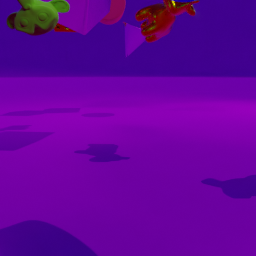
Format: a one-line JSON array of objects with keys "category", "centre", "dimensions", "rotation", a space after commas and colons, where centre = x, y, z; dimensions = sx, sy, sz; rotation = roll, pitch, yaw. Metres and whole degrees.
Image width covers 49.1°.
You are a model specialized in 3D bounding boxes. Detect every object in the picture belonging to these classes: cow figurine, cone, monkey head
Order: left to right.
[{"category": "monkey head", "centre": [-1.390, -1.733, 4.107], "dimensions": [1.012, 0.728, 0.610], "rotation": [-17, 31, 1]}, {"category": "cone", "centre": [0.127, -2.914, 9.609], "dimensions": [1.054, 1.058, 1.054], "rotation": [21, 17, -7]}, {"category": "cow figurine", "centre": [0.710, -2.044, 5.055], "dimensions": [1.105, 0.616, 1.123], "rotation": [-21, -3, 13]}]

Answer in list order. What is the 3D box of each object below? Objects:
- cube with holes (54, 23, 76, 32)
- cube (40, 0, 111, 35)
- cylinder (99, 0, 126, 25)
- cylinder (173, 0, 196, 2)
[{"category": "cube with holes", "centre": [-2.040, -3.979, 9.892], "dimensions": [0.954, 0.954, 0.954], "rotation": [4, 30, 7]}, {"category": "cube", "centre": [-1.088, -2.971, 5.978], "dimensions": [1.178, 1.178, 1.178], "rotation": [27, 54, 7]}, {"category": "cylinder", "centre": [-0.746, -4.632, 10.577], "dimensions": [1.250, 1.250, 1.250], "rotation": [-1, 14, -4]}, {"category": "cylinder", "centre": [0.210, -1.699, 1.859], "dimensions": [1.257, 1.257, 1.257], "rotation": [5, 5, -43]}]
